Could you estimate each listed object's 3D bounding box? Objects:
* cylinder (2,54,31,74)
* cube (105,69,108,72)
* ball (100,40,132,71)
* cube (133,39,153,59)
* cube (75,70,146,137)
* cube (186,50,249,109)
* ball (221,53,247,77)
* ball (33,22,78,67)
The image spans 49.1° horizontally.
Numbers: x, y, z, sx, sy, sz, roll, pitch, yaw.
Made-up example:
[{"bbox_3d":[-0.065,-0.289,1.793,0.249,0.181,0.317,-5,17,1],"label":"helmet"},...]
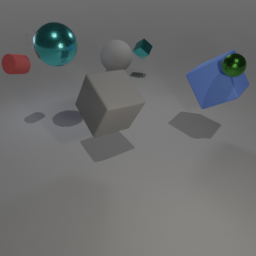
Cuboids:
[{"bbox_3d":[-3.970,-2.269,9.960,0.700,0.700,0.700,14,16,22],"label":"cylinder"},{"bbox_3d":[-0.622,-2.890,13.659,0.700,0.700,0.700,27,40,-4],"label":"cube"},{"bbox_3d":[-0.512,-3.144,12.311,1.400,1.400,1.400,0,31,0],"label":"ball"},{"bbox_3d":[0.823,-4.425,15.674,0.700,0.700,0.700,-11,50,54],"label":"cube"},{"bbox_3d":[-0.587,-0.775,8.683,1.400,1.400,1.400,-15,62,-35],"label":"cube"},{"bbox_3d":[3.175,-1.697,9.883,1.400,1.400,1.400,-18,13,44],"label":"cube"},{"bbox_3d":[3.142,-1.858,8.309,0.700,0.700,0.700,0,31,0],"label":"ball"},{"bbox_3d":[-2.358,-2.717,9.156,1.400,1.400,1.400,0,31,0],"label":"ball"}]
